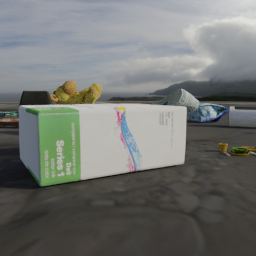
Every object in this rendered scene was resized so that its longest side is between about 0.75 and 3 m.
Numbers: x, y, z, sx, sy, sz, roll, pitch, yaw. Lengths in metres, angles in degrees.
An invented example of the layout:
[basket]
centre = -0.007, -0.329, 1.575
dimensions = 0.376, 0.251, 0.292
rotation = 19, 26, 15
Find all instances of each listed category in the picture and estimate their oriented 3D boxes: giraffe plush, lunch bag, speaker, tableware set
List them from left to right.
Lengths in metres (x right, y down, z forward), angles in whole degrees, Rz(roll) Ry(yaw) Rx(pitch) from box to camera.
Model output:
[giraffe plush]
centre = -2.201, -1.242, 11.405
dimensions = 1.616, 1.993, 1.719
rotation = 34, -3, -6
[lunch bag]
centre = 4.098, -0.822, 14.340
dimensions = 1.567, 0.999, 1.333
rotation = -12, 10, -13
[tableware set]
centre = 3.017, 0.491, 6.958
dimensions = 1.466, 0.225, 0.987
rotation = 0, 7, 1
[speaker]
centre = 5.441, -0.451, 11.910
dimensions = 2.155, 0.875, 0.875
rotation = 4, 8, 24

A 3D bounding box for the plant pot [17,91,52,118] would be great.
[plant pot]
centre = -4.996, -1.242, 15.335
dimensions = 1.788, 1.590, 1.792
rotation = -1, 6, -11

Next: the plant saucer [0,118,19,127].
[plant saucer]
centre = -5.049, -0.253, 12.625
dimensions = 1.841, 0.295, 1.841
rotation = 0, 6, 0

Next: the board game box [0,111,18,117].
[board game box]
centre = -8.205, -0.901, 17.881
dimensions = 1.871, 0.263, 1.265
rotation = 2, 7, 15

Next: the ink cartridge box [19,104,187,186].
[ink cartridge box]
centre = -0.563, 0.134, 5.735
dimensions = 2.895, 1.216, 2.096
rotation = -4, 8, -28

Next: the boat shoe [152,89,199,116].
[boat shoe]
centre = 1.629, -0.590, 10.898
dimensions = 1.039, 1.018, 2.918
rotation = 25, -22, -17
